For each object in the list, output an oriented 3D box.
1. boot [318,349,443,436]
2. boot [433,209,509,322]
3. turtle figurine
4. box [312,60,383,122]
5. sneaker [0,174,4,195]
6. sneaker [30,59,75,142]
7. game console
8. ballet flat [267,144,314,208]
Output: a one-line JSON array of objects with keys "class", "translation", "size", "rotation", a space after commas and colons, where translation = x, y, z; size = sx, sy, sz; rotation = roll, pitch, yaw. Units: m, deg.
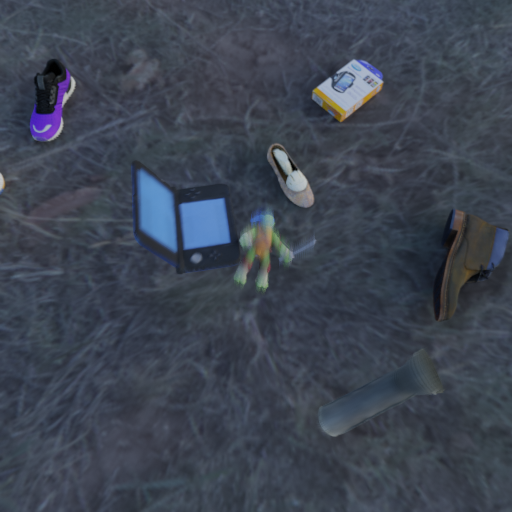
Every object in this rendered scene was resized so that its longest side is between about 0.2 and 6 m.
[{"class": "boot", "translation": [1.894, 2.212, 8.871], "size": [2.014, 1.831, 0.731], "rotation": [-23, 65, 13]}, {"class": "boot", "translation": [4.134, 0.240, 10.731], "size": [1.183, 0.911, 2.440], "rotation": [15, 65, 9]}, {"class": "turtle figurine", "translation": [0.124, -0.016, 9.681], "size": [0.916, 1.234, 1.273], "rotation": [-3, 29, -46]}, {"class": "box", "translation": [2.149, -3.844, 12.849], "size": [1.567, 0.325, 0.933], "rotation": [-39, 72, -18]}, {"class": "sneaker", "translation": [-6.185, -0.970, 11.149], "size": [0.951, 1.113, 2.525], "rotation": [24, 69, 9]}, {"class": "sneaker", "translation": [-4.621, -3.502, 12.322], "size": [0.684, 0.979, 1.968], "rotation": [5, 66, 2]}, {"class": "game console", "translation": [-1.186, -0.759, 9.523], "size": [1.603, 1.111, 1.878], "rotation": [-9, 54, -3]}, {"class": "ballet flat", "translation": [0.692, -1.719, 11.785], "size": [0.545, 0.538, 1.601], "rotation": [-30, 70, -12]}]
